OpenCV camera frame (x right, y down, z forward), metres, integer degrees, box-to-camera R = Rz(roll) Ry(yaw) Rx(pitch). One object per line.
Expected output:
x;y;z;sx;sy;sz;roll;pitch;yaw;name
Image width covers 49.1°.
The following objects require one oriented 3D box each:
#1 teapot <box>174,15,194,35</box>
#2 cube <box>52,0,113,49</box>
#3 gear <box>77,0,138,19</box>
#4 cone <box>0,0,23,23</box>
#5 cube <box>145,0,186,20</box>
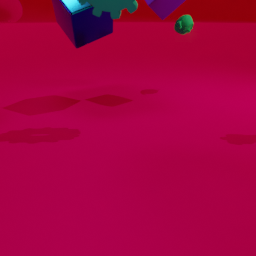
2.061;-3.728;10.234;1.175;0.731;0.575;-20;70;-52;teapot
-1.388;-3.625;8.646;1.396;1.396;1.396;-30;70;-17;cube
-0.396;-3.335;6.092;1.778;1.778;0.329;2;39;5;gear
-3.424;-3.812;7.875;1.146;1.146;1.150;1;59;3;cone
1.069;-4.303;8.945;0.973;0.973;0.973;16;44;-54;cube
